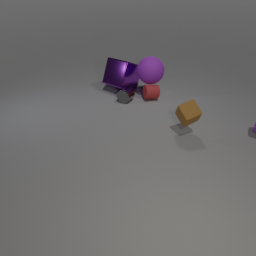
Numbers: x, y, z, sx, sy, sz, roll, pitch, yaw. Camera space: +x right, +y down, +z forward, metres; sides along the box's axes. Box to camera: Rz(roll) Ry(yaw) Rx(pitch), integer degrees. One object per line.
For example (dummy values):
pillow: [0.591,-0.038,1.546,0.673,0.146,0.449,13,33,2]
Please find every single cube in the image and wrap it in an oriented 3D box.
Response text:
cube: [-0.310,-2.910,15.169,1.400,1.400,1.400,22,14,34]
cube: [2.347,-0.575,10.884,0.700,0.700,0.700,-24,70,-10]

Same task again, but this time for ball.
ball: [1.151,-2.940,14.311,1.400,1.400,1.400,0,30,0]

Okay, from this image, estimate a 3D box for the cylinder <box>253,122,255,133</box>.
cylinder: [5.350,-0.131,10.939,0.700,0.700,0.700,20,77,31]

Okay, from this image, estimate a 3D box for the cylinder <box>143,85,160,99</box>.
cylinder: [1.178,-1.847,14.263,0.700,0.700,0.700,-3,29,-16]

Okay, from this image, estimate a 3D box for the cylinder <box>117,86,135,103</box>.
cylinder: [-0.110,-1.681,14.117,0.700,0.700,0.700,14,32,23]
